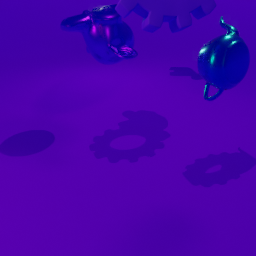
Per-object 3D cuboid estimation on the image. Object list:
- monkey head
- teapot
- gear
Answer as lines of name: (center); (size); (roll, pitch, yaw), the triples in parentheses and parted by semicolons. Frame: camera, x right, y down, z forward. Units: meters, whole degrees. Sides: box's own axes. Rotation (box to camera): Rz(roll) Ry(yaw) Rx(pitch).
monkey head: (-0.605, -1.843, 5.791); (1.400, 1.173, 1.946); (-23, 27, -23)
teapot: (1.392, -1.032, 4.198); (0.806, 1.297, 0.635); (7, 9, -37)
gear: (0.394, -1.760, 2.996); (1.391, 1.391, 0.257); (-7, 8, -13)
